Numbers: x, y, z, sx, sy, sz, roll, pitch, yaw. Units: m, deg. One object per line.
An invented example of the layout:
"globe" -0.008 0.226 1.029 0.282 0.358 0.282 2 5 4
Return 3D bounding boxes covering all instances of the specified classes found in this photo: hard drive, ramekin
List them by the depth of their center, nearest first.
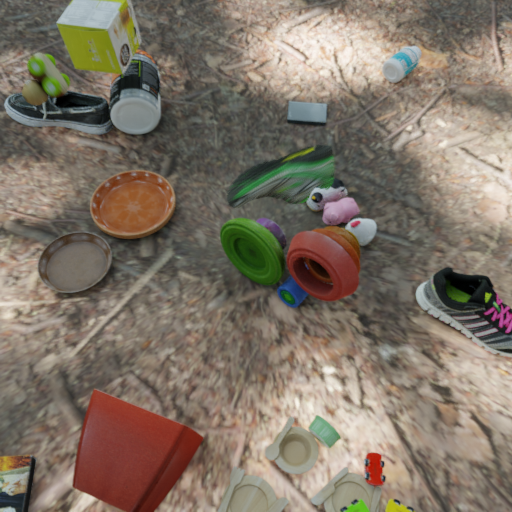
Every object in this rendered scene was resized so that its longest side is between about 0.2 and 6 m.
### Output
"ramekin" 1.134 2.978 9.438 0.557 0.557 0.272 39 72 23
"hard drive" 1.279 -3.591 14.123 0.971 0.160 0.678 5 56 3

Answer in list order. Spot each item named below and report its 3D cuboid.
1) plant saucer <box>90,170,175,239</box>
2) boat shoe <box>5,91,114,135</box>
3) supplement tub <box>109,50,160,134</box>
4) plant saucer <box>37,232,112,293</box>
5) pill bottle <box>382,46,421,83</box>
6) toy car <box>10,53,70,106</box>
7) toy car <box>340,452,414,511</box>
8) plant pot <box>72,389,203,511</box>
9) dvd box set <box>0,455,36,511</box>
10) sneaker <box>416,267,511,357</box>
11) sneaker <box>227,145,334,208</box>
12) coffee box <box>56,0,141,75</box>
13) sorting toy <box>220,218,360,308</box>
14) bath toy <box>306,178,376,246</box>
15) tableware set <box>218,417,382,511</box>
"plant saucer" -2.703 -1.122 12.368 1.850 0.299 1.850 0 55 1
"boat shoe" -4.905 -3.711 13.715 2.809 0.959 1.037 16 57 11
"supplement tub" -2.974 -4.085 13.814 1.223 1.223 1.995 -4 56 -3
"plant saucer" -3.701 0.166 11.516 1.493 0.257 1.493 0 55 0
"pill bottle" 3.910 -5.135 14.893 0.625 0.625 1.128 39 64 23
"toy car" -4.097 -3.130 10.320 1.031 0.814 0.847 -31 22 10
"toy car" 1.779 3.928 8.879 1.194 0.283 1.269 -22 61 -20
"plant pot" -1.925 3.158 8.792 1.603 1.601 1.412 18 69 12
"dvd box set" -4.594 3.944 8.925 1.901 0.280 1.391 -2 55 -2
"sneaker" 4.258 1.000 10.432 2.503 1.095 0.923 29 61 18
"sneaker" 0.421 -1.042 8.265 1.797 0.765 0.701 -21 19 -17
"coffee box" -3.274 -4.706 11.838 1.169 1.167 1.156 11 60 11
"sorting toy" 0.824 -0.064 10.775 3.039 1.826 1.247 19 49 37
"bath toy" 1.716 -1.050 12.040 0.905 0.769 2.082 -43 59 13
"tableware set" 0.711 3.923 8.947 2.369 0.275 1.979 33 61 21
